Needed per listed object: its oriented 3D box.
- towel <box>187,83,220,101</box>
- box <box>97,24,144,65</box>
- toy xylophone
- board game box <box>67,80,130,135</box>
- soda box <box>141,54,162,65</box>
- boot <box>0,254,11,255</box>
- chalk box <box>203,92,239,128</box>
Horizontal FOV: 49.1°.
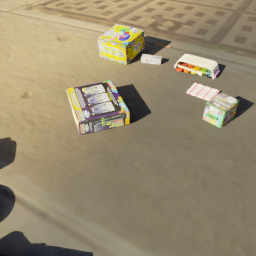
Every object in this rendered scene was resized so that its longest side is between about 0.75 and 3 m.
[{"bbox_3d":[3.159,-1.543,11.759,1.168,0.175,0.854,23,45,25],"label":"towel"},{"bbox_3d":[-0.324,-4.233,14.098,1.675,1.061,1.739,22,52,24],"label":"box"},{"bbox_3d":[3.103,-2.811,12.959,2.101,0.528,1.538,29,48,29],"label":"toy xylophone"},{"bbox_3d":[-1.171,-0.835,10.583,1.871,0.642,2.264,-14,43,-13],"label":"board game box"},{"bbox_3d":[1.159,-3.373,13.780,0.983,0.312,0.336,10,42,11],"label":"soda box"},{"bbox_3d":[-2.685,3.443,5.610,2.238,0.735,1.844,13,44,8],"label":"boot"},{"bbox_3d":[3.292,-0.592,10.189,1.277,0.790,0.794,-32,51,-31],"label":"chalk box"}]
